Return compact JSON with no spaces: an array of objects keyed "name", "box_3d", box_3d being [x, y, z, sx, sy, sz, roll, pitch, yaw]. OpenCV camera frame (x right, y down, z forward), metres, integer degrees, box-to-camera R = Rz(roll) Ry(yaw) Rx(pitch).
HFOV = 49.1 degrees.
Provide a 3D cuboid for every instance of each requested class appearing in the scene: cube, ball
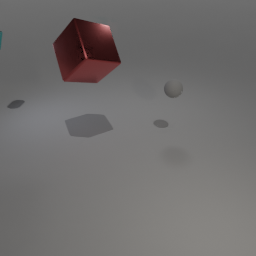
[{"name":"cube","box_3d":[-1.323,-2.378,8.923,1.400,1.400,1.400,-6,-16,-45]},{"name":"ball","box_3d":[1.700,-1.470,10.471,0.700,0.700,0.700,0,30,0]}]

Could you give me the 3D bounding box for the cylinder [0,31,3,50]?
[{"name":"cylinder","box_3d":[-5.249,-3.431,10.788,0.700,0.700,0.700,11,9,-2]}]
